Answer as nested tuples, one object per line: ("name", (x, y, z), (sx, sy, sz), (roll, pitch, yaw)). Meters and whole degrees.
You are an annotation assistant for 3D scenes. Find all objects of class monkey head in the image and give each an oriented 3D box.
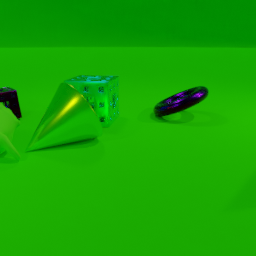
("monkey head", (-2.865, -0.125, 5.427), (1.947, 1.400, 1.173), (18, 52, 0))

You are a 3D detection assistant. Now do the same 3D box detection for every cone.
("cone", (-1.615, 0.044, 6.138), (1.512, 1.506, 1.506), (-40, 35, -22))

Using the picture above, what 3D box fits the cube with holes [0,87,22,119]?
("cube with holes", (-3.696, -0.680, 8.140), (0.825, 0.825, 0.825), (-18, 24, -34))

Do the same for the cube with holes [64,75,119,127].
("cube with holes", (-0.982, -0.808, 7.992), (1.218, 1.218, 1.218), (3, 18, 10))

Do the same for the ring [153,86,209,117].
("ring", (1.588, -0.817, 8.491), (1.751, 0.350, 1.751), (-23, 9, 4))
